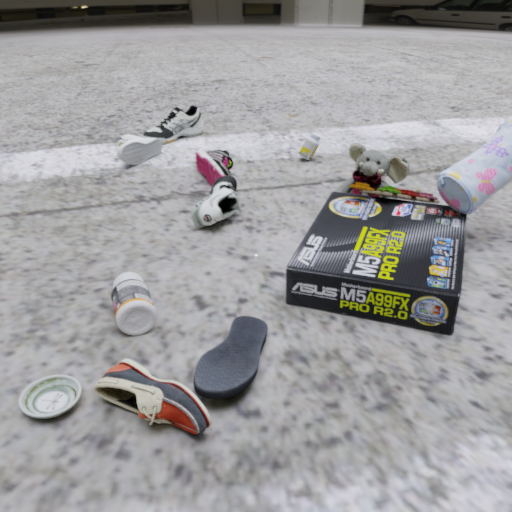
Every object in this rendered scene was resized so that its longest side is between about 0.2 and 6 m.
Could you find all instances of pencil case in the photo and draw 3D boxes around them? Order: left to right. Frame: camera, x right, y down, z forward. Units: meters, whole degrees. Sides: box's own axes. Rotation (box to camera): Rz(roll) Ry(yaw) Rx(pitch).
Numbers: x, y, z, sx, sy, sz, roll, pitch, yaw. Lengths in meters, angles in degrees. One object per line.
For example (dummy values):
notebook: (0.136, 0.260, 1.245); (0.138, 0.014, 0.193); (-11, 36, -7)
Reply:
pencil case: (4.836, -1.867, 11.556); (2.296, 1.042, 0.955); (-38, 6, -11)

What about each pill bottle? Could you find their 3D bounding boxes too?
pill bottle: (-2.136, 0.792, 9.672); (0.676, 0.676, 1.162); (-9, 30, -16)
pill bottle: (1.630, -3.294, 16.817); (0.426, 0.760, 0.426); (26, 20, -10)

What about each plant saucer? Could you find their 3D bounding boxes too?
plant saucer: (-2.891, 2.031, 7.908); (0.847, 0.213, 0.847); (0, 29, 0)

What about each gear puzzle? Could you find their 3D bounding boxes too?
gear puzzle: (2.991, -1.462, 12.525); (2.076, 0.272, 1.075); (6, 7, -21)

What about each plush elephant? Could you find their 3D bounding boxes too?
plush elephant: (2.738, -1.818, 13.443); (1.654, 1.555, 2.008); (12, 31, 21)

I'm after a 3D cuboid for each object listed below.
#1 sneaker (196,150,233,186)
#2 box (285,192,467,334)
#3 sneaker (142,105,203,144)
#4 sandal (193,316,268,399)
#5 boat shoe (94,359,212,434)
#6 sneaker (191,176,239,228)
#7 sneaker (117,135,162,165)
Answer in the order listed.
sneaker: (-1.001, -2.486, 15.452); (0.915, 0.772, 2.092); (-14, 29, -17)
box: (2.509, -0.081, 11.062); (2.985, 0.825, 3.726); (10, 31, 18)
sneaker: (-2.827, -4.423, 18.689); (0.894, 1.036, 2.364); (28, 41, 37)
sandal: (-0.290, 1.601, 8.559); (0.823, 0.463, 2.164); (16, 23, 14)
boat shoe: (-1.409, 1.971, 7.571); (1.866, 0.664, 0.584); (18, 36, 34)
sneaker: (-0.700, -1.313, 13.245); (0.879, 0.736, 1.986); (-7, 33, 28)
sneaker: (-3.838, -3.214, 16.935); (1.121, 0.715, 1.940); (11, 21, 22)
